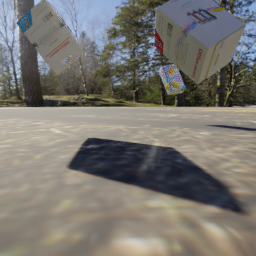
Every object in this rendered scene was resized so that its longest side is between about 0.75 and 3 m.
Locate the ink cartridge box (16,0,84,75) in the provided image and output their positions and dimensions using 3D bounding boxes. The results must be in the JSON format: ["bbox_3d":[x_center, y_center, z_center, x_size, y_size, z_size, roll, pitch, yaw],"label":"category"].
[{"bbox_3d":[-2.347,-2.806,8.898,1.204,2.079,0.693,-36,1,8],"label":"ink cartridge box"}]

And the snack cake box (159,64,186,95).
[{"bbox_3d":[1.769,-1.947,11.249,0.674,1.172,0.394,-11,-21,-17],"label":"snack cake box"}]

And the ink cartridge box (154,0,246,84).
[{"bbox_3d":[1.877,-2.525,7.739,1.410,1.950,1.417,-33,-25,-16],"label":"ink cartridge box"}]
